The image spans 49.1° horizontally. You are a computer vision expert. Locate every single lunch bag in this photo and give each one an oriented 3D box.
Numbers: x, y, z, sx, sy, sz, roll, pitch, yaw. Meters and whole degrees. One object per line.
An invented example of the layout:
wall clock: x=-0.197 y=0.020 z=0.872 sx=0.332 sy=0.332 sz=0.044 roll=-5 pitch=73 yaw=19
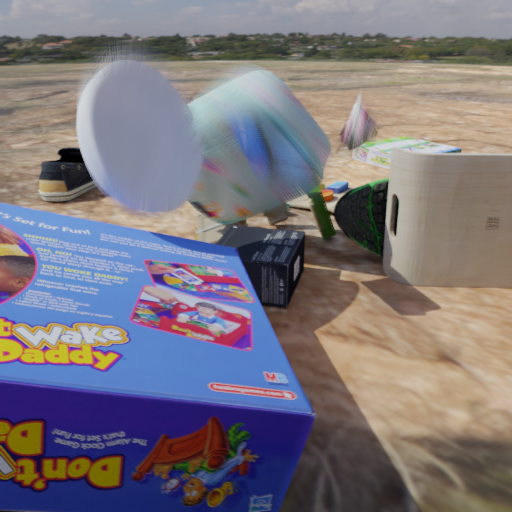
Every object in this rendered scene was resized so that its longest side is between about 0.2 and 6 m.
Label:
lunch bag: x=-0.346 y=-1.589 z=8.653 sx=2.547 sy=2.043 sz=0.982 roll=-18 pitch=43 yaw=37

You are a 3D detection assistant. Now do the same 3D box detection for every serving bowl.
serving bowl: x=-1.485 y=-1.380 z=6.821 sx=0.601 sy=1.827 sz=1.827 roll=-11 pitch=15 yaw=33

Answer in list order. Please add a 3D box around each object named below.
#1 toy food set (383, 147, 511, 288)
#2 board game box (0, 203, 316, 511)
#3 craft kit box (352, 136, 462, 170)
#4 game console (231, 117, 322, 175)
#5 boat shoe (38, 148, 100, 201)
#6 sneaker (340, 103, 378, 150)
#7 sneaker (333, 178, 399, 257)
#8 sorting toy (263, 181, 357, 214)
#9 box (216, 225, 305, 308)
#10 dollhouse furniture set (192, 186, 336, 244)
toy food set: x=3.308 y=-0.596 z=8.183 sx=2.765 sy=1.984 sz=0.835 roll=1 pitch=23 yaw=3
board game box: x=-2.305 y=0.565 z=4.965 sx=4.863 sy=1.089 sz=3.269 roll=11 pitch=20 yaw=-17
craft kit box: x=3.990 y=-2.718 z=14.944 sx=2.044 sy=0.496 sz=2.019 roll=-15 pitch=30 yaw=-31
game console: x=0.234 y=-1.401 z=7.095 sx=0.643 sy=0.927 sz=1.086 roll=-28 pitch=24 yaw=-7
boat shoe: x=-4.052 y=-2.072 z=12.897 sx=1.095 sy=0.914 sz=2.936 roll=3 pitch=22 yaw=10
sneaker: x=2.026 y=-2.646 z=11.558 sx=0.699 sy=0.651 sz=1.619 roll=-38 pitch=11 yaw=24
sneaker: x=2.663 y=-0.758 z=9.748 sx=3.421 sy=1.335 sz=1.457 roll=-5 pitch=15 yaw=-33
sorting toy: x=1.091 y=-1.226 z=11.632 sx=1.786 sy=0.356 sz=2.416 roll=15 pitch=27 yaw=30
box: x=0.018 y=0.115 z=8.167 sx=1.187 sy=0.679 sz=1.304 roll=7 pitch=24 yaw=14
dollhouse furniture set: x=0.107 y=-0.499 z=9.978 sx=2.393 sy=0.924 sz=1.196 roll=-20 pitch=31 yaw=4
